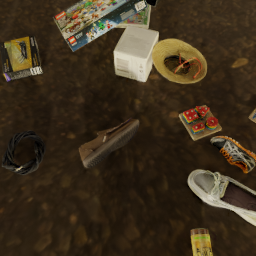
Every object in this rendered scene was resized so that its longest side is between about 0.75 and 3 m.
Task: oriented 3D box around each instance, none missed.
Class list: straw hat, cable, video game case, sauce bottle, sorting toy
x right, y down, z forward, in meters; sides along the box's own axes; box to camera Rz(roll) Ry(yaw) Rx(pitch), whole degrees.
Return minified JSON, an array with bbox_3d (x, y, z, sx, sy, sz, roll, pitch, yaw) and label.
[{"bbox_3d":[1.615,-2.034,9.543,1.935,0.819,1.935,5,64,-11],"label":"straw hat"},{"bbox_3d":[-2.983,0.666,8.187,1.117,0.348,1.369,12,59,7],"label":"cable"},{"bbox_3d":[-0.148,-5.062,11.684,2.175,0.263,2.389,5,59,3],"label":"video game case"},{"bbox_3d":[1.799,3.142,6.639,0.460,0.460,1.422,-2,59,-1],"label":"sauce bottle"},{"bbox_3d":[2.272,-0.250,8.736,0.986,0.345,0.992,-20,61,-12],"label":"sorting toy"}]

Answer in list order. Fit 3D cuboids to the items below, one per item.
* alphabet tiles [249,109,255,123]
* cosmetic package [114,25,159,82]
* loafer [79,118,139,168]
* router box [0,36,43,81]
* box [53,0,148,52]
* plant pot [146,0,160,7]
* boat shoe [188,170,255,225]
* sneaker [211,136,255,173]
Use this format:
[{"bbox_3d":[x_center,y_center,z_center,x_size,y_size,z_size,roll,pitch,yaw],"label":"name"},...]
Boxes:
[{"bbox_3d":[5.233,-0.279,8.913,2.135,0.081,1.785,38,66,21],"label":"alphabet tiles"},{"bbox_3d":[0.300,-2.567,9.659,1.143,1.142,1.385,17,61,11],"label":"cosmetic package"},{"bbox_3d":[-0.569,0.268,8.176,2.086,0.762,0.740,-35,66,-19],"label":"loafer"},{"bbox_3d":[-3.838,-2.520,10.054,1.267,0.421,1.611,-16,60,-9],"label":"router box"},{"bbox_3d":[-0.902,-3.491,8.433,2.531,0.477,1.729,-31,48,0],"label":"box"},{"bbox_3d":[0.844,-5.466,10.402,1.248,1.245,1.107,28,48,13],"label":"plant pot"},{"bbox_3d":[2.727,1.736,7.295,2.369,0.760,0.873,30,63,17],"label":"boat shoe"},{"bbox_3d":[3.003,0.735,8.042,1.421,0.556,0.549,32,69,17],"label":"sneaker"}]
